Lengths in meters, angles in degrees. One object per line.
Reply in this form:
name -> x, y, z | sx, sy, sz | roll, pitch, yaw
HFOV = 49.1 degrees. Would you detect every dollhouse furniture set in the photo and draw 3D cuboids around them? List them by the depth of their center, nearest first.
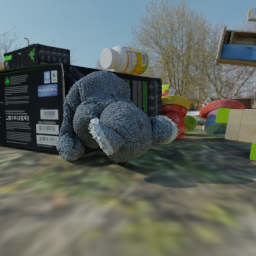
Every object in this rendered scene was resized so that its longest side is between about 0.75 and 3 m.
dollhouse furniture set -> 3.321, -3.011, 7.224 | 1.633, 2.363, 2.503 | 11, -15, 19

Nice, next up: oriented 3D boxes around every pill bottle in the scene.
pill bottle -> -0.097, -1.971, 8.180 | 1.380, 0.766, 0.766 | -6, 7, -41

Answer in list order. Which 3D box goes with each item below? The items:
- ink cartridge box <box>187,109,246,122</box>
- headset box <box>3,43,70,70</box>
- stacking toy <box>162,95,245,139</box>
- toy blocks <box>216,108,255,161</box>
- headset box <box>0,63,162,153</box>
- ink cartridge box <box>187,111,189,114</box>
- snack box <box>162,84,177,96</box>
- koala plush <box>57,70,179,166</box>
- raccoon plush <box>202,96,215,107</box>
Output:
ink cartridge box -> 3.406, -0.369, 10.986 | 2.592, 0.650, 2.102 | -7, 6, -12
headset box -> -3.421, -1.590, 10.492 | 2.594, 2.980, 1.382 | 5, 6, 43
stacking toy -> 1.558, 0.036, 6.300 | 1.911, 0.807, 1.730 | 4, -21, 8
toy blocks -> 2.158, 0.084, 3.604 | 1.145, 0.837, 1.674 | 11, -1, -33
headset box -> -0.930, -0.371, 5.406 | 2.382, 1.269, 2.735 | 3, 5, 38
ink cartridge box -> 1.971, -0.863, 14.127 | 1.737, 1.003, 2.388 | 0, 4, 1
snack box -> 0.966, -1.061, 12.507 | 0.593, 1.592, 2.239 | 29, -15, -37
koala plush -> -0.151, -0.037, 3.184 | 1.099, 1.139, 1.239 | -3, 17, -27
raccoon plush -> 4.431, -0.910, 13.338 | 1.814, 1.216, 0.878 | 0, 4, -6
